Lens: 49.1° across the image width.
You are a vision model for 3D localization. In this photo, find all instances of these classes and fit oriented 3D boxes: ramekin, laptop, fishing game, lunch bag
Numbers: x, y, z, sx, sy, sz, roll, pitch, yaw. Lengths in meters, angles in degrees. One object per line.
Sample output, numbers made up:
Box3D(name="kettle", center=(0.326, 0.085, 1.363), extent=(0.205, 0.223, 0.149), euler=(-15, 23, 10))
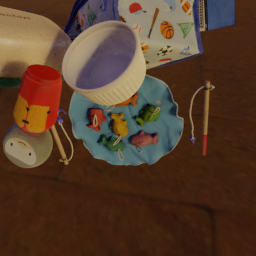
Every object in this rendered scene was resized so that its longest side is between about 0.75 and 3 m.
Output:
Box3D(name="ramekin", center=(-0.263, -0.798, 3.652), extent=(1.055, 0.554, 1.055), euler=(-10, 64, 20))
Box3D(name="laptop", center=(2.541, -4.041, 9.197), extent=(1.610, 1.508, 0.933), euler=(-6, 7, -14))
Box3D(name="fishing game", center=(-0.041, -0.049, 4.818), extent=(2.892, 2.071, 0.450), euler=(-1, 34, 8))
Box3D(name="lunch bag", center=(-0.050, -2.183, 6.463), extent=(2.268, 1.652, 2.667), euler=(0, -4, -32))

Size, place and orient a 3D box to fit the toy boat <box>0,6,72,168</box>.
Box3D(name="toy boat", center=(-1.730, -0.773, 4.049), extent=(2.394, 1.323, 2.848), euler=(-4, 40, -38))

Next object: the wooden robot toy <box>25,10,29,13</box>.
Box3D(name="wooden robot toy", center=(-3.772, -3.405, 8.997), extent=(2.069, 0.911, 0.939), euler=(8, 25, -16))
